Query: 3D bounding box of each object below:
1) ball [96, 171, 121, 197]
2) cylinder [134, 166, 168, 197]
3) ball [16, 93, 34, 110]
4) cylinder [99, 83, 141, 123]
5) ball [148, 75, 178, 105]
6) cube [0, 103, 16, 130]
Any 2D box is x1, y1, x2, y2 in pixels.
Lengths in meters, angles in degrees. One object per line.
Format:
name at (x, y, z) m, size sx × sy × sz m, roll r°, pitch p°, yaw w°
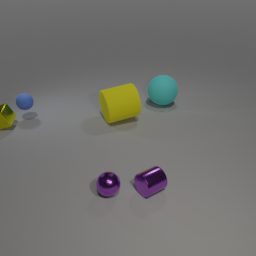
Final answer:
ball at (-0.559, 1.589, 7.959) m, size 0.700 × 0.700 × 0.700 m, roll 0°, pitch 29°, yaw 0°
cylinder at (0.653, 1.534, 8.052) m, size 0.700 × 0.700 × 0.700 m, roll -19°, pitch 34°, yaw -30°
ball at (-4.311, -1.095, 11.696) m, size 0.700 × 0.700 × 0.700 m, roll 0°, pitch 29°, yaw 0°
cylinder at (-0.346, -1.036, 11.731) m, size 1.400 × 1.400 × 1.400 m, roll -16°, pitch 33°, yaw -15°
ball at (1.634, -1.771, 13.122) m, size 1.400 × 1.400 × 1.400 m, roll 0°, pitch 29°, yaw 0°
cube at (-5.079, -0.449, 11.269) m, size 0.700 × 0.700 × 0.700 m, roll -16°, pitch 40°, yaw 14°
